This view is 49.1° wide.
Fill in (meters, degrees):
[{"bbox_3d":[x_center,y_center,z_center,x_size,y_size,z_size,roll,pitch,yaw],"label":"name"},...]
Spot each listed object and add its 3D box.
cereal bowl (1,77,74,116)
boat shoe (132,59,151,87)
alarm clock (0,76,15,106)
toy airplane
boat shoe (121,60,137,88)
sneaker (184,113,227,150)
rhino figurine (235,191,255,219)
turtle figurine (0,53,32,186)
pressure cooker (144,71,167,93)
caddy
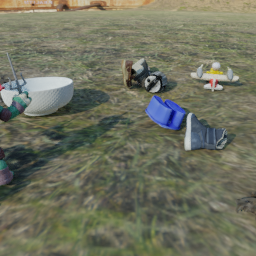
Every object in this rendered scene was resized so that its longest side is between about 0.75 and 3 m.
[{"bbox_3d":[-3.069,-1.076,9.732,2.435,1.014,2.435,-2,22,1],"label":"cereal bowl"},{"bbox_3d":[0.600,-2.564,13.146,0.929,0.792,2.779,-33,18,15],"label":"boat shoe"},{"bbox_3d":[-4.806,-1.316,10.702,1.518,0.749,2.251,-9,32,-17],"label":"alarm clock"},{"bbox_3d":[3.710,-2.255,12.042,1.526,1.077,1.520,-14,32,-26],"label":"toy airplane"},{"bbox_3d":[0.093,-2.189,11.450,0.557,1.548,0.559,0,58,7],"label":"boat shoe"},{"bbox_3d":[2.222,0.081,8.001,1.134,0.597,1.569,-3,36,16],"label":"sneaker"},{"bbox_3d":[2.891,1.437,5.644,1.742,0.521,0.762,-12,30,-19],"label":"rhino figurine"},{"bbox_3d":[-3.272,-0.154,5.937,2.157,2.881,1.450,2,14,-6],"label":"turtle figurine"},{"bbox_3d":[1.119,-1.876,11.613,0.821,0.809,0.920,11,26,27],"label":"pressure cooker"},{"bbox_3d":[1.165,-0.428,8.960,1.032,0.766,1.459,15,21,-22],"label":"caddy"}]
